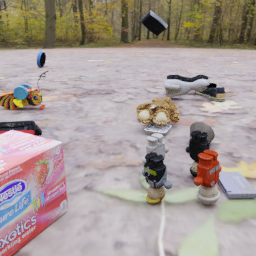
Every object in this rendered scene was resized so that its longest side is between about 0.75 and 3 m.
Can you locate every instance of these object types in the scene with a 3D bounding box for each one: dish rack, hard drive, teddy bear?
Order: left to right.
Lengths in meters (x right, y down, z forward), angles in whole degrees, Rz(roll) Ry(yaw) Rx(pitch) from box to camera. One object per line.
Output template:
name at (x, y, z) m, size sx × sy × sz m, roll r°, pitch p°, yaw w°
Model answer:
hard drive at (1.162, -4.593, 12.414) m, size 1.105 × 0.745 × 0.234 m, roll 28°, pitch 47°, yaw -32°
teddy bear at (1.046, -0.486, 9.694) m, size 1.581 × 0.728 × 2.181 m, roll -4°, pitch 18°, yaw 4°
dish rack at (0.975, 0.060, 9.000) m, size 0.717 × 0.182 × 0.835 m, roll 7°, pitch 21°, yaw 22°

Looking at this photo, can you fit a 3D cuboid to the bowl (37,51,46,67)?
bowl at (-7.268, -5.777, 23.547) m, size 0.272 × 1.386 × 1.386 m, roll 12°, pitch 21°, yaw 2°

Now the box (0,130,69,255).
box at (-2.308, 1.156, 4.103) m, size 1.319 × 1.429 × 2.785 m, roll 11°, pitch 23°, yaw 27°

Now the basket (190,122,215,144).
basket at (2.015, 0.282, 7.822) m, size 0.757 × 0.571 × 0.839 m, roll 33°, pitch 31°, yaw 6°

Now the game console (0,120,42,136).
game console at (-3.624, 0.580, 7.497) m, size 2.341 × 1.389 × 2.017 m, roll -2°, pitch -11°, yaw -8°

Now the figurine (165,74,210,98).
figurine at (2.885, -2.120, 13.502) m, size 2.071 × 0.914 × 2.122 m, roll -6°, pitch 18°, yaw 14°

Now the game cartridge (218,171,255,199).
game cartridge at (2.245, 1.190, 5.900) m, size 0.589 × 0.174 × 0.909 m, roll 4°, pitch 20°, yaw -2°

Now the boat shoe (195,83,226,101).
boat shoe at (3.983, -1.865, 13.608) m, size 0.849 × 0.708 × 2.276 m, roll -7°, pitch 19°, yaw -13°

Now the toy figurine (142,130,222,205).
toy figurine at (1.054, 0.816, 5.736) m, size 1.539 × 1.088 × 1.563 m, roll -4°, pitch 21°, yaw 4°

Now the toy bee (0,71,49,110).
toy bee at (-4.068, -1.200, 11.420) m, size 2.344 × 1.274 × 1.535 m, roll -18°, pitch 19°, yaw 28°
